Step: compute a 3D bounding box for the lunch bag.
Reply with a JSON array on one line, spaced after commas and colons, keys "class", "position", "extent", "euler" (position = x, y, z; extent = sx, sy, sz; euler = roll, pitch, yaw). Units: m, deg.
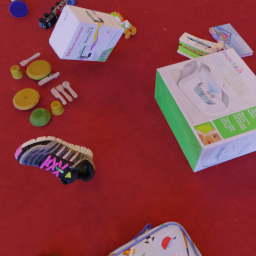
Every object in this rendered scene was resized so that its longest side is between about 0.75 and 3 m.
[{"class": "lunch bag", "position": [0.493, 3.325, 5.959], "extent": [2.650, 1.001, 2.124], "euler": [-25, 58, -14]}]

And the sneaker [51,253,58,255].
[{"class": "sneaker", "position": [-2.033, 3.525, 6.095], "extent": [1.001, 0.656, 1.733], "euler": [29, 51, 23]}]

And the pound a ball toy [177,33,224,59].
[{"class": "pound a ball toy", "position": [2.630, -2.960, 9.994], "extent": [1.559, 1.016, 0.662], "euler": [31, 62, 19]}]

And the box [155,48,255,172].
[{"class": "box", "position": [2.544, -0.601, 8.248], "extent": [2.605, 1.427, 2.952], "euler": [-17, 58, -8]}]

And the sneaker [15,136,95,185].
[{"class": "sneaker", "position": [-1.546, 0.834, 6.532], "extent": [0.774, 2.099, 0.918], "euler": [-47, 52, 20]}]

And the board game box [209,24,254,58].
[{"class": "board game box", "position": [3.923, -3.325, 10.732], "extent": [0.907, 0.171, 1.762], "euler": [-15, 58, -11]}]

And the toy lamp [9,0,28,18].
[{"class": "toy lamp", "position": [-4.977, -5.913, 12.047], "extent": [0.832, 0.832, 2.858], "euler": [-22, 61, -13]}]

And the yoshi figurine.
[{"class": "yoshi figurine", "position": [-0.273, -4.033, 11.064], "extent": [1.188, 0.668, 0.665], "euler": [47, 108, 11]}]

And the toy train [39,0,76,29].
[{"class": "toy train", "position": [-2.834, -4.938, 11.635], "extent": [0.559, 0.417, 2.442], "euler": [23, 60, 10]}]

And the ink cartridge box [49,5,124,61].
[{"class": "ink cartridge box", "position": [-1.267, -2.873, 8.748], "extent": [1.899, 1.375, 0.798], "euler": [-12, 59, -48]}]

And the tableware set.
[{"class": "tableware set", "position": [-3.018, -1.282, 9.321], "extent": [1.812, 0.413, 2.689], "euler": [-36, 65, -18]}]
